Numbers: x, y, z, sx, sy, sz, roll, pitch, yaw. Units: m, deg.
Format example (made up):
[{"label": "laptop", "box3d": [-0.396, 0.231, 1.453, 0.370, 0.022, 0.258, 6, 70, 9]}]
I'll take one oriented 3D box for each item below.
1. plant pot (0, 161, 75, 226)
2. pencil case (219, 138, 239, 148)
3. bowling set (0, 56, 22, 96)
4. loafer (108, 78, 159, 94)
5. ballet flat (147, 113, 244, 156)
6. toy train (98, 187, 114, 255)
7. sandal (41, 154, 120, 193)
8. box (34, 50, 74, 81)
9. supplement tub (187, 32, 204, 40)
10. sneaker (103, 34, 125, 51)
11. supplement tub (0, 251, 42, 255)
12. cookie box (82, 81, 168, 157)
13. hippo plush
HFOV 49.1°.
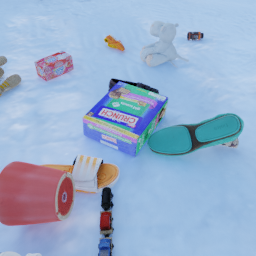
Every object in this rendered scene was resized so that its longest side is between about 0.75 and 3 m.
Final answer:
[{"label": "plant pot", "box3d": [-2.109, 1.585, 6.666, 1.400, 1.582, 1.582, 1, 42, 12]}, {"label": "pencil case", "box3d": [3.096, 0.387, 8.987, 0.846, 0.329, 0.378, 13, 52, 6]}, {"label": "bowling set", "box3d": [-5.813, -2.518, 11.287, 2.616, 1.821, 1.404, 18, 47, 24]}, {"label": "loafer", "box3d": [0.225, -1.526, 10.941, 2.036, 0.641, 0.732, 6, 39, 5]}, {"label": "ballet flat", "box3d": [2.068, 0.314, 8.591, 2.920, 1.028, 0.983, -16, 70, 25]}, {"label": "toy train", "box3d": [-0.529, 2.344, 6.865, 0.355, 0.477, 2.082, -3, 43, 0]}, {"label": "sandal", "box3d": [-1.558, 1.218, 7.891, 2.635, 0.755, 1.010, 0, 43, 0]}, {"label": "box", "box3d": [-3.200, -2.721, 12.220, 0.741, 0.709, 1.486, 34, 52, 31]}, {"label": "supplement tub", "box3d": [3.560, -4.858, 14.767, 0.812, 0.434, 0.434, -1, 43, -1]}, {"label": "sneaker", "box3d": [-0.669, -4.183, 14.075, 0.587, 0.555, 1.522, -42, 51, -7]}, {"label": "supplement tub", "box3d": [-2.801, 3.206, 5.063, 2.365, 1.659, 1.659, -5, 43, -6]}, {"label": "cookie box", "box3d": [-0.044, -0.402, 9.543, 2.040, 0.896, 2.385, 21, 47, 20]}, {"label": "hippo plush", "box3d": [1.484, -3.837, 12.650, 1.713, 1.730, 2.151, -33, 51, -29]}]
